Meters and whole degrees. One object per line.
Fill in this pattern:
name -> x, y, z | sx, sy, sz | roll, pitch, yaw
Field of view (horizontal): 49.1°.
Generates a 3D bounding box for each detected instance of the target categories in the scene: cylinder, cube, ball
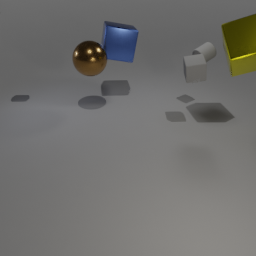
cylinder -> 3.131, -3.052, 11.501 | 0.700, 0.700, 0.700 | -33, 41, -13
cube -> 4.055, -2.786, 9.508 | 1.400, 1.400, 1.400 | -12, -17, 19
cube -> 2.358, -2.102, 9.901 | 0.700, 0.700, 0.700 | -7, 43, 7
ball -> -1.526, -2.781, 11.245 | 1.400, 1.400, 1.400 | 0, 31, 0
cube -> -0.430, -3.876, 12.561 | 1.400, 1.400, 1.400 | 5, 27, -12
